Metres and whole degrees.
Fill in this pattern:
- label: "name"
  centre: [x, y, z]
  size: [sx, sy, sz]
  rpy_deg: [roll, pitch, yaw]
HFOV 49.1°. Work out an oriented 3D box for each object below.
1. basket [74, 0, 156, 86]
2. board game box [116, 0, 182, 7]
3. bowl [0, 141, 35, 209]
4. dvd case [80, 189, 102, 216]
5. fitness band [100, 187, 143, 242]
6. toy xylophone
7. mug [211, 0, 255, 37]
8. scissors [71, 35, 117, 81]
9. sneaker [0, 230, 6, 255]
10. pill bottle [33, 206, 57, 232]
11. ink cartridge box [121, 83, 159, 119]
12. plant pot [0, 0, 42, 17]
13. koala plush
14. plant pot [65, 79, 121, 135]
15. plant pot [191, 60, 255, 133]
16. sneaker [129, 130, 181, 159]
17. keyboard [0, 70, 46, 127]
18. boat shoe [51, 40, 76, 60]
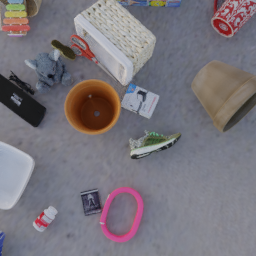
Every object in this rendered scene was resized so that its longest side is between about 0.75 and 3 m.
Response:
- label: "basket"
  centre: [-0.418, -3.146, 10.122]
  size: [1.609, 1.768, 2.609]
  rpy_deg: [-44, 84, -10]
- label: "board game box"
  centre: [0.660, -5.232, 10.291]
  size: [2.859, 1.935, 0.493]
  rpy_deg: [2, 83, 0]
- label: "bowl"
  centre: [-4.470, 1.604, 9.914]
  size: [2.090, 0.780, 2.087]
  rpy_deg: [24, 83, 2]
- label: "dvd case"
  centre: [-1.327, 2.675, 10.118]
  size: [0.634, 0.068, 0.853]
  rpy_deg: [-13, 82, -2]
- label: "fitness band"
  centre: [-0.210, 3.046, 9.926]
  size: [1.373, 0.358, 1.912]
  rpy_deg: [18, 83, 2]
- label: "toy xylophone"
  centre: [-4.449, -4.308, 10.838]
  size: [1.241, 0.426, 1.695]
  rpy_deg: [-8, 92, 0]
- label: "mug"
  centre: [4.078, -4.554, 10.748]
  size: [1.280, 1.703, 1.919]
  rpy_deg: [41, 88, -31]
- label: "scissors"
  centre: [-1.251, -2.624, 10.523]
  size: [2.310, 0.845, 0.161]
  rpy_deg: [36, 51, 5]
- label: "sneaker"
  centre: [-4.540, 4.513, 9.591]
  size: [1.043, 0.730, 1.806]
  rpy_deg: [31, 90, 0]
- label: "pill bottle"
  centre: [-2.892, 3.176, 9.850]
  size: [0.463, 0.463, 0.825]
  rpy_deg: [41, 84, 5]
- label: "ink cartridge box"
  centre: [0.454, -0.994, 10.413]
  size: [1.194, 0.500, 0.866]
  rpy_deg: [24, 83, 3]
- label: "plant pot"
  centre: [-3.979, -5.345, 10.405]
  size: [1.909, 1.909, 1.282]
  rpy_deg: [20, 74, 3]
- label: "koala plush"
  centre: [-2.913, -2.217, 10.042]
  size: [1.398, 1.576, 1.448]
  rpy_deg: [-19, 82, -2]
- label: "plant pot"
  centre: [-1.185, -0.629, 9.954]
  size: [1.878, 1.315, 1.878]
  rpy_deg: [0, 82, -1]
- label: "plant pot"
  centre: [3.382, -1.290, 9.785]
  size: [2.248, 2.248, 1.951]
  rpy_deg: [-40, 68, -5]
- label: "sneaker"
  centre: [0.934, 0.403, 10.146]
  size: [2.036, 0.783, 0.902]
  rpy_deg: [-19, 73, -5]
- label: "keyboard"
  centre: [-4.038, -1.196, 10.584]
  size: [2.442, 0.484, 1.271]
  rpy_deg: [37, 107, 3]
- label: "boat shoe"
  centre: [-2.488, -2.971, 10.827]
  size: [1.096, 0.345, 0.400]
  rpy_deg: [33, 75, -2]
